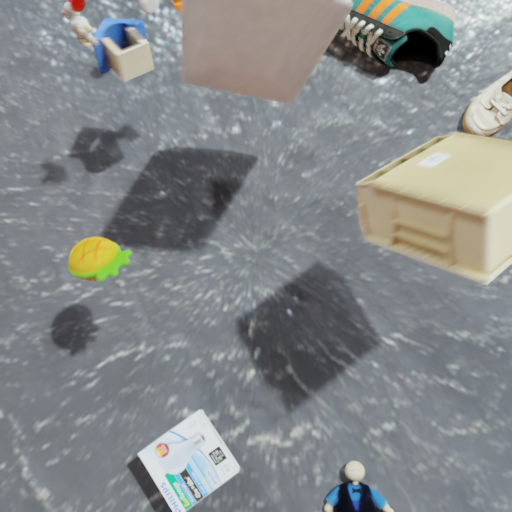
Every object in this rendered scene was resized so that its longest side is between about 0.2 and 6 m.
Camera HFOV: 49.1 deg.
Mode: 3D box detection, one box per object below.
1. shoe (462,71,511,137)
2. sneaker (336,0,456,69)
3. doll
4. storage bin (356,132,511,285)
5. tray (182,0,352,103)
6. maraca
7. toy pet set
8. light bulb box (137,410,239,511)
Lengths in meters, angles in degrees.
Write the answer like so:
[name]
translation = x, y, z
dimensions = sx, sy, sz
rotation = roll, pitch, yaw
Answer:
[shoe]
translation = 4.659, -3.002, 10.308
dimensions = 2.167, 0.578, 0.758
rotation = -41, 78, -10
[sneaker]
translation = 2.244, -4.256, 10.411
dimensions = 2.931, 1.046, 1.171
rotation = 11, 70, 2
[doll]
translation = 1.563, 3.932, 8.498
dimensions = 1.045, 0.371, 1.531
rotation = -5, 68, 7
[storage bin]
translation = 2.341, -0.670, 6.435
dimensions = 1.733, 0.812, 1.720
rotation = -31, 35, -29
[tray]
translation = -0.046, -2.861, 7.421
dimensions = 1.832, 3.412, 0.378
rotation = 10, 87, -7
[maraca]
translation = -2.137, 0.064, 7.622
dimensions = 1.043, 0.558, 0.715
rotation = 14, 53, 38
[toy pet set]
translation = -1.942, -3.514, 8.203
dimensions = 1.698, 1.585, 0.902
rotation = -30, 59, -18
[light bulb box]
translation = -1.011, 3.131, 8.550
dimensions = 1.120, 0.699, 1.110
rotation = -35, 77, -9
